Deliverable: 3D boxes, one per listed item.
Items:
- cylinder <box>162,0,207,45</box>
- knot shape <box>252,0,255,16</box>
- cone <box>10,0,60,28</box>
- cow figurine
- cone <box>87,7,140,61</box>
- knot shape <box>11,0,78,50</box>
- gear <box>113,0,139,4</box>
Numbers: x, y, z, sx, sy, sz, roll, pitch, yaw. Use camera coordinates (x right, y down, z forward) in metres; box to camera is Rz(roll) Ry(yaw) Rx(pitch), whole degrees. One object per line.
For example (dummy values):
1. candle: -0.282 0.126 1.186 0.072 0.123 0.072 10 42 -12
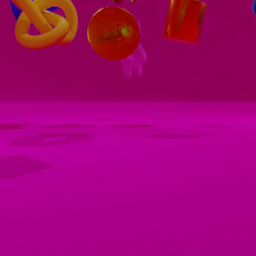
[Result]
1. cylinder: 1.485 -2.804 7.447 0.999 0.999 0.999 10 12 -2
2. knot shape: 3.750 -2.893 7.416 0.552 1.194 1.117 -21 -18 6
3. cone: -2.398 -3.635 8.111 1.396 1.391 1.391 3 6 10
4. cow figurine: 0.081 -2.865 9.896 0.937 1.680 1.707 -11 -24 -10
5. cone: -0.463 -2.447 7.837 1.365 1.365 1.370 -1 3 -9
6. knot shape: -2.089 -2.854 7.329 1.895 2.025 0.936 -17 -19 -48
7. gear: 0.232 -2.921 4.847 1.782 0.330 1.782 -26 -8 -4
